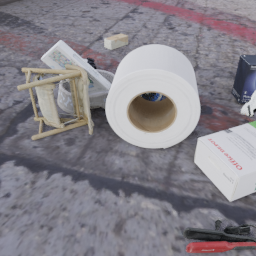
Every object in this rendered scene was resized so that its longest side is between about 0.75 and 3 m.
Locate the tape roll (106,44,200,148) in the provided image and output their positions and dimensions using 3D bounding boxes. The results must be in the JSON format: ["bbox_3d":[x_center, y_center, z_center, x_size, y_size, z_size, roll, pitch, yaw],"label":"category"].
[{"bbox_3d":[0.847,-1.038,9.346,2.940,2.940,2.019,4,36,6],"label":"tape roll"}]

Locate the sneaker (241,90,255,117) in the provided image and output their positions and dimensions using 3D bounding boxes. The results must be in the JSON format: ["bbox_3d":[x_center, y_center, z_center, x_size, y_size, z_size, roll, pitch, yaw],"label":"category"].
[{"bbox_3d":[4.561,-0.901,9.956,0.492,0.454,1.231,35,88,39],"label":"sneaker"}]

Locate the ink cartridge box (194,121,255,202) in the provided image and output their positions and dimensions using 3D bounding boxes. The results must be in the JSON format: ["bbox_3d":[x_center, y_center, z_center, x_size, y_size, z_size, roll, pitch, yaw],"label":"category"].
[{"bbox_3d":[3.510,0.870,8.329,2.488,1.049,1.818,-14,39,-18],"label":"ink cartridge box"}]

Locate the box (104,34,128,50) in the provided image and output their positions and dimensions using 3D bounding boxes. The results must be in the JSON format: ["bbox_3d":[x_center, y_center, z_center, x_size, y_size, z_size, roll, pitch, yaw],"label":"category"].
[{"bbox_3d":[-0.708,-5.235,16.970,0.669,0.548,1.409,30,45,34],"label":"box"}]

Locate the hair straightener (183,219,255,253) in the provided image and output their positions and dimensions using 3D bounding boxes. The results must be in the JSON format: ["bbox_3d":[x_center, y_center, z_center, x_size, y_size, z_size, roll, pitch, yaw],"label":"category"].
[{"bbox_3d":[2.393,2.477,6.674,2.221,0.455,0.855,-2,37,-3],"label":"hair straightener"}]

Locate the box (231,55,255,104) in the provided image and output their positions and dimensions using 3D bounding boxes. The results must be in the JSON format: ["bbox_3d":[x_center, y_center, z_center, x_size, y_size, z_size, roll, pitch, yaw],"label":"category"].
[{"bbox_3d":[5.461,-2.006,11.558,1.785,1.770,1.100,-1,33,-1],"label":"box"}]

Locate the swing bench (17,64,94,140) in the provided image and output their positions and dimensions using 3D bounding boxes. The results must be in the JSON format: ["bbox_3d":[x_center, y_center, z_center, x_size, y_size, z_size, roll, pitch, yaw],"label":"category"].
[{"bbox_3d":[-2.397,-0.920,9.782,2.217,2.205,1.438,-7,38,-9],"label":"swing bench"}]

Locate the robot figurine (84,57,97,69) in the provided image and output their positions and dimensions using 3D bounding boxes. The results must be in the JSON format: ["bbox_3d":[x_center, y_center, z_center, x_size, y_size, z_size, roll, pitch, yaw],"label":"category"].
[{"bbox_3d":[-2.090,-3.019,13.830,1.187,0.741,0.892,26,34,30],"label":"robot figurine"}]

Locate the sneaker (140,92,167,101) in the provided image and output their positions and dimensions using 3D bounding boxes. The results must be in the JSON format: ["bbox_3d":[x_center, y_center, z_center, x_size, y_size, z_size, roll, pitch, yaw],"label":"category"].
[{"bbox_3d":[0.889,-1.671,11.926,1.157,1.046,2.716,8,22,-29],"label":"sneaker"}]

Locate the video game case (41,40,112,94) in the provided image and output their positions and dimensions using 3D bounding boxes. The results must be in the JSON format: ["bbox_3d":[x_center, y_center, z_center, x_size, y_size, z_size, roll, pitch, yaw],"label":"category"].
[{"bbox_3d":[-2.023,-2.136,10.573,0.300,2.306,2.533,-58,25,-15],"label":"video game case"}]

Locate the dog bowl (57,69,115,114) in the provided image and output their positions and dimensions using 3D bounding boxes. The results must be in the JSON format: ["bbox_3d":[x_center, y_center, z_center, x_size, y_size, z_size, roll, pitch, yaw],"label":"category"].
[{"bbox_3d":[-1.601,-1.613,11.880,2.841,0.833,2.841,0,36,0],"label":"dog bowl"}]
